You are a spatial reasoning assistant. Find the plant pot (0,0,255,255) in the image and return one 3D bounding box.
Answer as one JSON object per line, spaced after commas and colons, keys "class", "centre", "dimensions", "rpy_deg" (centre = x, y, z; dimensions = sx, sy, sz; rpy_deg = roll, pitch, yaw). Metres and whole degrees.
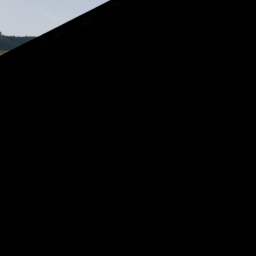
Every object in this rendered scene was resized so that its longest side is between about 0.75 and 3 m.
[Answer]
{"class": "plant pot", "centre": [0.734, 0.659, 0.157], "dimensions": [2.240, 2.381, 2.381], "rpy_deg": [-16, 11, 2]}
